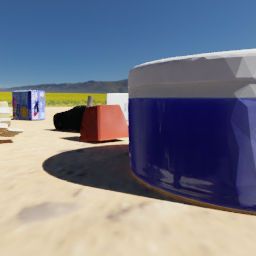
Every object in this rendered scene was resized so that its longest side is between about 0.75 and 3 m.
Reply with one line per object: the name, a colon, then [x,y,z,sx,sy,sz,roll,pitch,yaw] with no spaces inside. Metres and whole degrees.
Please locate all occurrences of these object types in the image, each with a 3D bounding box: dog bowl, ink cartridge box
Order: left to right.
ink cartridge box: [-4.268,-0.991,12.236,1.876,1.280,0.716,4,7,37]
dog bowl: [1.468,-0.085,3.237,2.958,1.165,2.958,1,5,0]

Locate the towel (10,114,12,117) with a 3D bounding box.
towel: [-6.849,-0.593,13.552,1.605,0.254,2.234,3,7,39]

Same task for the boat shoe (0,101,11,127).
boat shoe: [-5.000,-0.529,8.870,2.608,0.993,0.934,0,5,0]

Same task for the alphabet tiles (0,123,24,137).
alphabet tiles: [-2.781,0.051,5.268,1.413,0.105,1.444,3,-11,-35]

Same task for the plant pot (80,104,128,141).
plant pot: [-0.496,-0.121,5.786,0.792,0.698,0.791,-4,1,-39]

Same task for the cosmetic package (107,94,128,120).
cosmetic package: [0.052,-0.972,12.728,1.903,1.173,1.909,0,4,0]

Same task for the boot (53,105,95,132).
boot: [-0.961,-0.308,7.908,1.884,0.719,1.583,-4,6,41]
